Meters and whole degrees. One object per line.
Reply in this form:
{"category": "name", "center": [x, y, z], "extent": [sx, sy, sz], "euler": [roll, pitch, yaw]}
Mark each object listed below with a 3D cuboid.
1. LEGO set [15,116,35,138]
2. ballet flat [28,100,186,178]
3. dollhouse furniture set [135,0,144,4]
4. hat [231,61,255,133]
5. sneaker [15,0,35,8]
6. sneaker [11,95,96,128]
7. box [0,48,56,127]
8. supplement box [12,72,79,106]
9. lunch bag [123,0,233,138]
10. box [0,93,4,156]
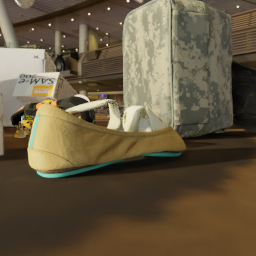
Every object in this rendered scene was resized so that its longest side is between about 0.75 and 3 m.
{"category": "LEGO set", "center": [-1.699, -0.033, 4.716], "extent": [0.412, 0.333, 0.895], "euler": [1, 3, 14]}
{"category": "ballet flat", "center": [-0.011, 0.028, 2.057], "extent": [0.502, 0.461, 1.464], "euler": [2, 3, 40]}
{"category": "dollhouse furniture set", "center": [0.515, -3.094, 8.462], "extent": [1.309, 1.653, 1.173], "euler": [26, -47, -13]}
{"category": "hat", "center": [2.307, -0.385, 5.149], "extent": [1.999, 0.806, 1.999], "euler": [32, -2, 1]}
{"category": "sneaker", "center": [-2.576, -3.375, 5.994], "extent": [0.580, 1.054, 1.439], "euler": [-34, -8, -8]}
{"category": "sneaker", "center": [-1.481, -0.169, 5.321], "extent": [2.042, 0.714, 0.919], "euler": [2, 19, 46]}
{"category": "box", "center": [-3.218, -1.176, 9.029], "extent": [1.531, 2.192, 2.879], "euler": [0, 2, -8]}
{"category": "supplement box", "center": [-1.801, -0.631, 6.952], "extent": [1.105, 0.645, 1.754], "euler": [2, -23, 18]}
{"category": "lunch bag", "center": [0.952, -0.870, 4.588], "extent": [1.760, 2.099, 1.462], "euler": [-6, 8, -28]}
{"category": "box", "center": [-2.172, -0.059, 3.052], "extent": [2.744, 0.531, 0.569], "euler": [3, 4, 45]}
